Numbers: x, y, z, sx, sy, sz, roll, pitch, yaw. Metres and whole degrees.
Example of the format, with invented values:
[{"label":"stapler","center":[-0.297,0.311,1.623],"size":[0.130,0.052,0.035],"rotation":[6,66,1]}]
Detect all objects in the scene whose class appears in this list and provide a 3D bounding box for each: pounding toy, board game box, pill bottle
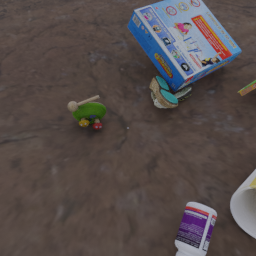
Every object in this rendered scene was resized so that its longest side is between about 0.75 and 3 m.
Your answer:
[{"label":"pounding toy","center":[-1.032,-0.291,7.422],"size":[0.923,1.196,0.555],"rotation":[-11,67,2]},{"label":"board game box","center":[3.994,-1.413,8.472],"size":[1.613,0.771,0.242],"rotation":[-25,83,-38]},{"label":"pill bottle","center":[1.201,1.899,5.059],"size":[0.569,0.569,1.012],"rotation":[18,71,18]},{"label":"board game box","center":[1.867,-2.935,9.216],"size":[2.712,0.774,2.770],"rotation":[-28,79,-26]}]

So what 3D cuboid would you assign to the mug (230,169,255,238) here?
[{"label":"mug","center":[3.065,1.293,5.436],"size":[1.713,1.372,1.406],"rotation":[-12,18,44]}]

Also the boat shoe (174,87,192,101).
[{"label":"boat shoe","center":[1.683,-0.988,8.587],"size":[0.308,0.260,0.865],"rotation":[10,34,46]}]

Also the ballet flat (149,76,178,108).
[{"label":"ballet flat","center":[1.008,-0.926,8.279],"size":[0.630,0.583,1.787],"rotation":[23,27,-19]}]
